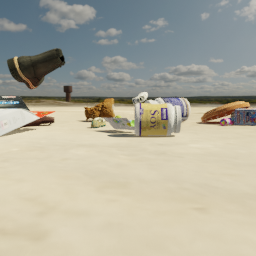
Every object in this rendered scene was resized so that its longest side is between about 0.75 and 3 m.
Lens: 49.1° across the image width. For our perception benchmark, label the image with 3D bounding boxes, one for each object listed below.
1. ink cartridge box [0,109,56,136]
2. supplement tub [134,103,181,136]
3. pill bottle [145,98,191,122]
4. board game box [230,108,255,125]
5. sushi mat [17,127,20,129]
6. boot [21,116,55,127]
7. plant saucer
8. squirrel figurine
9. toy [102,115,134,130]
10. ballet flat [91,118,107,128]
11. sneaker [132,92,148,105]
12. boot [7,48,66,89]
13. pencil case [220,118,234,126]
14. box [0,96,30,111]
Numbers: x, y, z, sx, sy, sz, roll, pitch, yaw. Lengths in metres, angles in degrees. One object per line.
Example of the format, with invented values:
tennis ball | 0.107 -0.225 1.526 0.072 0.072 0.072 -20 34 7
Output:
ink cartridge box | -4.220 -0.480 9.482 2.275 0.799 2.799 2 23 23
supplement tub | 0.856 -0.252 8.339 1.333 0.969 0.969 0 5 2
pill bottle | 1.821 -0.838 13.319 2.060 1.192 1.192 -3 6 -25
board game box | 5.604 -0.523 12.470 2.332 0.720 2.333 0 6 -5
sushi mat | -4.905 0.015 10.041 1.827 0.111 0.874 -4 7 -35
boot | -3.736 -0.371 11.490 1.377 0.599 1.656 -3 3 -10
plant saucer | 4.566 -0.801 13.298 2.267 0.366 2.267 -16 -8 -2
squirrel figurine | -1.544 -0.885 14.411 1.565 1.186 1.677 -6 2 7
toy | -0.216 -0.223 9.500 1.247 0.294 0.718 8 -30 48
ballet flat | -1.148 -0.229 11.156 0.421 0.421 1.192 2 5 17
sneaker | 0.658 -1.387 12.907 0.432 0.410 1.072 -19 15 44
boot | -2.935 -2.133 10.091 1.786 1.000 2.582 -17 7 0
pencil case | 4.195 -0.267 11.872 0.351 0.351 0.795 5 7 40
box | -5.906 -0.796 12.352 2.692 0.619 2.140 -4 27 -34
